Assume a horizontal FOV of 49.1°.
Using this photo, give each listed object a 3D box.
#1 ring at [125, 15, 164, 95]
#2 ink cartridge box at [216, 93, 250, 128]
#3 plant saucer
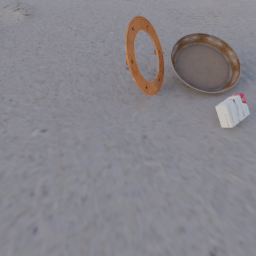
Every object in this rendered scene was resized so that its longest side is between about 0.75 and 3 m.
[{"bbox_3d":[0.595,-2.527,9.928,0.266,2.768,2.768,-3,34,32],"label":"ring"},{"bbox_3d":[3.292,-0.552,8.812,1.034,0.751,0.431,-30,16,-31],"label":"ink cartridge box"},{"bbox_3d":[2.933,-2.442,10.753,2.760,0.443,2.760,3,65,-5],"label":"plant saucer"}]
